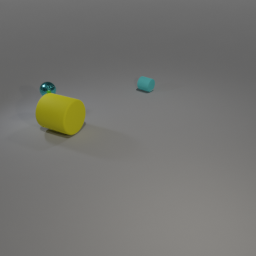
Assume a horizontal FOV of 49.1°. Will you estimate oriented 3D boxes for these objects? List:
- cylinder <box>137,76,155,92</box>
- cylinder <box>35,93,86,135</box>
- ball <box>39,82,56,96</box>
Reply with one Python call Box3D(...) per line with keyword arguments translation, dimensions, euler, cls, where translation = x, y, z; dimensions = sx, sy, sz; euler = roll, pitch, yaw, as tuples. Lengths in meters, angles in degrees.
Box3D(translation=(0.964, -2.344, 14.938), dimensions=(0.700, 0.700, 0.700), euler=(22, 36, 31), cls="cylinder")
Box3D(translation=(-2.619, -0.559, 10.977), dimensions=(1.400, 1.400, 1.400), euler=(15, 32, 23), cls="cylinder")
Box3D(translation=(-3.457, -1.646, 12.085), dimensions=(0.700, 0.700, 0.700), euler=(0, 29, 0), cls="ball")
